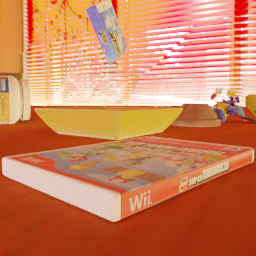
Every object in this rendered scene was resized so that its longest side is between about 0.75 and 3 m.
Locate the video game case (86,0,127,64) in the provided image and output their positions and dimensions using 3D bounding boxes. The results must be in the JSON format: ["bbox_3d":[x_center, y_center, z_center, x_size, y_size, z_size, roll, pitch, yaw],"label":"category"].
[{"bbox_3d":[-0.730,-3.773,10.841,0.473,2.082,1.887,-13,26,21],"label":"video game case"}]

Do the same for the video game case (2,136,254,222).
[{"bbox_3d":[0.140,0.401,3.508,1.895,0.231,2.650,5,8,43],"label":"video game case"}]

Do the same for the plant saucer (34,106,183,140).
[{"bbox_3d":[-0.438,-0.200,7.320,2.844,0.689,2.843,4,6,37],"label":"plant saucer"}]

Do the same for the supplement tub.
[{"bbox_3d":[-4.802,-0.997,9.868,2.434,1.761,1.761,-3,6,-26],"label":"supplement tub"}]

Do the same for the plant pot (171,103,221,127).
[{"bbox_3d":[2.365,-0.493,9.805,1.705,0.787,1.705,1,6,0],"label":"plant pot"}]

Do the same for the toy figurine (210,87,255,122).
[{"bbox_3d":[3.936,-0.532,11.029,1.612,1.419,2.691,-34,26,-17],"label":"toy figurine"}]

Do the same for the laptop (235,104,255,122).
[{"bbox_3d":[4.608,-0.571,10.857,0.769,0.476,0.822,11,5,-46],"label":"laptop"}]
